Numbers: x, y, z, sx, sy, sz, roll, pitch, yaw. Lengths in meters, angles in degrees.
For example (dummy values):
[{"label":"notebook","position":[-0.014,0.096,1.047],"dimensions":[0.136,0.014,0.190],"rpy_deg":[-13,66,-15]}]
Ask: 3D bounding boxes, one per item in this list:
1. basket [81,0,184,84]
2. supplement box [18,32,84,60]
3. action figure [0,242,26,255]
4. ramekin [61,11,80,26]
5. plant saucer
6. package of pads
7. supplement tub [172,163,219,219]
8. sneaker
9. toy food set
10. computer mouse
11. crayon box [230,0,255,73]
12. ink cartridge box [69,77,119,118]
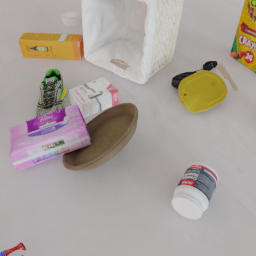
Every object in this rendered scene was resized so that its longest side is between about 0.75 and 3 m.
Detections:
[{"label":"basket","position":[0.153,-3.575,9.856],"dimensions":[2.879,2.905,2.336],"rpy_deg":[28,44,26]},{"label":"supplement box","position":[-2.957,-3.212,10.934],"dimensions":[2.384,0.793,0.820],"rpy_deg":[3,44,2]},{"label":"action figure","position":[-2.670,2.703,5.168],"dimensions":[1.582,0.409,0.517],"rpy_deg":[-21,42,-14]},{"label":"ramekin","position":[-2.687,-5.146,13.179],"dimensions":[0.913,0.425,0.913],"rpy_deg":[0,44,0]},{"label":"plant saucer","position":[-0.648,0.231,6.961],"dimensions":[2.287,0.337,2.287],"rpy_deg":[-31,25,16]},{"label":"package of pads","position":[-2.050,0.192,7.272],"dimensions":[1.991,0.753,1.200],"rpy_deg":[-21,43,-8]},{"label":"supplement tub","position":[1.500,1.378,6.241],"dimensions":[0.766,0.766,1.092],"rpy_deg":[23,48,21]},{"label":"sneaker","position":[-2.414,-0.969,8.513],"dimensions":[0.882,0.963,2.262],"rpy_deg":[-5,45,-5]},{"label":"toy food set","position":[2.436,-1.144,9.002],"dimensions":[2.091,0.683,1.230],"rpy_deg":[-26,74,-22]},{"label":"computer mouse","position":[2.430,-1.868,9.911],"dimensions":[2.512,0.428,0.736],"rpy_deg":[-30,27,-33]},{"label":"crayon box","position":[4.733,-3.458,9.611],"dimensions":[0.758,2.984,1.895],"rpy_deg":[-19,47,-18]},{"label":"ink cartridge box","position":[-1.074,-0.986,8.825],"dimensions":[1.302,0.552,0.948],"rpy_deg":[-27,50,-22]}]
